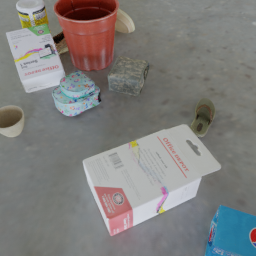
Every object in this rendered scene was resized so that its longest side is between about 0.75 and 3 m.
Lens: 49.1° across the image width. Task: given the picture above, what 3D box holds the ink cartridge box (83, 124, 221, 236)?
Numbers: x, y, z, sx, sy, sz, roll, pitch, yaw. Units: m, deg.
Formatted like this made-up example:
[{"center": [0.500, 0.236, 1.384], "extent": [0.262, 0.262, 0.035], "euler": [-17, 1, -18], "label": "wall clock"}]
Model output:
[{"center": [0.575, 1.159, 6.972], "extent": [2.942, 0.993, 1.713], "euler": [-20, 51, -15], "label": "ink cartridge box"}]

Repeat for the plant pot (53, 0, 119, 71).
[{"center": [-1.407, -3.452, 10.286], "extent": [2.233, 2.172, 2.233], "euler": [0, 49, 0], "label": "plant pot"}]

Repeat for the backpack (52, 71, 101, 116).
[{"center": [-1.694, -1.084, 9.002], "extent": [1.396, 1.051, 1.239], "euler": [-35, 56, -20], "label": "backpack"}]

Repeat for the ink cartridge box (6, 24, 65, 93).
[{"center": [-3.187, -2.446, 9.801], "extent": [1.465, 0.850, 2.023], "euler": [-19, 74, -14], "label": "ink cartridge box"}]

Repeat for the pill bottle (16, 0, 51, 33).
[{"center": [-3.647, -4.060, 11.064], "extent": [1.037, 1.814, 1.037], "euler": [1, 49, -1], "label": "pill bottle"}]

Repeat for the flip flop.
[{"center": [2.334, -0.385, 8.694], "extent": [0.662, 0.470, 1.633], "euler": [19, 51, 16], "label": "flip flop"}]

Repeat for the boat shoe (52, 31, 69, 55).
[{"center": [-3.101, -3.155, 10.971], "extent": [0.824, 0.746, 2.313], "euler": [29, 54, 23], "label": "boat shoe"}]

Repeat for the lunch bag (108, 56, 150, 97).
[{"center": [0.057, -1.907, 9.813], "extent": [1.166, 0.836, 1.422], "euler": [13, 54, 12], "label": "lunch bag"}]

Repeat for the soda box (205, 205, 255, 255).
[{"center": [3.128, 2.615, 5.734], "extent": [2.820, 0.905, 0.956], "euler": [16, 50, 13], "label": "soda box"}]

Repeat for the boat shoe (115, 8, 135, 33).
[{"center": [-1.008, -4.704, 12.239], "extent": [2.923, 1.054, 0.949], "euler": [31, 69, 24], "label": "boat shoe"}]

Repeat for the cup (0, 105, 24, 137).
[{"center": [-3.491, -0.117, 8.324], "extent": [0.933, 0.668, 0.933], "euler": [0, 49, 0], "label": "cup"}]
